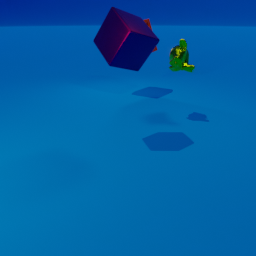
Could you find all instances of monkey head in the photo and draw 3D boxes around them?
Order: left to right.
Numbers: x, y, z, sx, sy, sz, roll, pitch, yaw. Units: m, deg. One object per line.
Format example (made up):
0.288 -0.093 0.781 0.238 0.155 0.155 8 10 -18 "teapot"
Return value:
1.664 -2.073 8.464 0.879 1.221 0.736 19 71 13 "monkey head"

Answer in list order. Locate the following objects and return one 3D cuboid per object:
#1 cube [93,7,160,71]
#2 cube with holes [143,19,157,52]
-0.051 -1.923 6.172 0.899 0.899 0.899 0 49 -44 "cube"
0.186 -3.545 11.472 1.291 1.291 1.291 -3 23 41 "cube with holes"
